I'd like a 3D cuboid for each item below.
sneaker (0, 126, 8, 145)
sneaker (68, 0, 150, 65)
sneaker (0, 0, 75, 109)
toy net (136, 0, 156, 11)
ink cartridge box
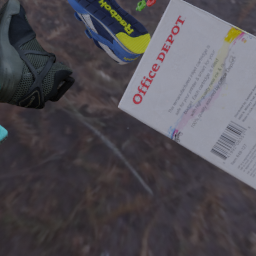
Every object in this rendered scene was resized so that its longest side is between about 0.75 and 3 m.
[{"bbox_3d":[-2.476,-0.722,4.191,1.214,1.032,2.661,-18,86,16],"label":"sneaker"},{"bbox_3d":[-0.634,-2.399,6.191,0.916,1.019,2.478,-40,91,-25],"label":"sneaker"},{"bbox_3d":[-2.056,-1.468,5.820,1.051,1.575,2.750,-39,52,26],"label":"sneaker"},{"bbox_3d":[0.656,-3.135,5.902,0.298,1.545,0.810,17,68,-41],"label":"toy net"},{"bbox_3d":[1.315,-0.553,4.148,2.189,1.611,1.583,32,19,9],"label":"ink cartridge box"}]
